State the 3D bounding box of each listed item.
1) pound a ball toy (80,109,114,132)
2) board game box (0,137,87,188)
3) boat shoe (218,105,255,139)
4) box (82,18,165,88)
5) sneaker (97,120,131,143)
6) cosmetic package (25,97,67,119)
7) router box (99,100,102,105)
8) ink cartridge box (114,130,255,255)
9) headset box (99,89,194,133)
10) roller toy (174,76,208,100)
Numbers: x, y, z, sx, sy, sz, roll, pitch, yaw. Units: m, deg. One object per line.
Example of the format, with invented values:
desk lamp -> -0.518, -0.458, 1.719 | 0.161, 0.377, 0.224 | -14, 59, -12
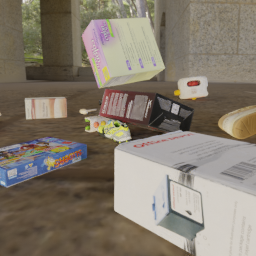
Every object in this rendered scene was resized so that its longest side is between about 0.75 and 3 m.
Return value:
pound a ball toy -> -1.090, -0.321, 10.205 | 1.266, 0.825, 0.538 | -10, 16, -43
board game box -> -2.264, 0.677, 6.551 | 1.499, 0.382, 2.214 | 9, 15, 35
boat shoe -> 4.369, -0.353, 9.752 | 2.910, 1.073, 1.007 | -8, 20, -30
box -> -0.198, -3.479, 12.898 | 2.979, 2.620, 1.440 | -16, -5, -31
sneaker -> -0.436, 0.037, 9.042 | 0.603, 0.611, 1.600 | -12, 16, -38
cosmetic package -> -3.760, -0.927, 12.850 | 1.797, 0.929, 0.784 | -5, 13, -18
router box -> -1.030, -1.563, 17.216 | 0.993, 0.330, 1.263 | -11, 16, -43
ink cartridge box -> 1.331, 0.853, 3.928 | 1.910, 1.120, 2.608 | -10, 15, -42
headset box -> 0.497, -0.543, 9.493 | 2.018, 1.019, 2.715 | 15, -1, -43
roller toy -> 4.658, -2.822, 20.135 | 2.251, 1.573, 2.053 | -8, 3, -34
